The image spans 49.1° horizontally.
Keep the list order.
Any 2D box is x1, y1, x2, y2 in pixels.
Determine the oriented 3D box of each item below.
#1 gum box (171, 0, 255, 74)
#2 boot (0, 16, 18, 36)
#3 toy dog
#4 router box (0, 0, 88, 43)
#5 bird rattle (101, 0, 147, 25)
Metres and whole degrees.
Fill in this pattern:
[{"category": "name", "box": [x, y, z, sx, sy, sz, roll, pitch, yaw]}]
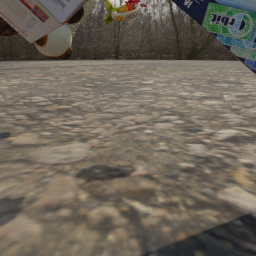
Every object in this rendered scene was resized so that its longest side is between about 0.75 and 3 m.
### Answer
[{"category": "gum box", "box": [2.266, -2.379, 4.054, 2.313, 2.722, 0.606, 42, 24, 2]}, {"category": "boot", "box": [-4.018, -3.602, 8.493, 0.775, 2.250, 2.414, 36, 30, 4]}, {"category": "toy dog", "box": [-1.856, -3.125, 8.063, 2.264, 2.335, 1.629, 23, -5, 31]}, {"category": "router box", "box": [-1.929, -2.390, 3.287, 2.917, 0.713, 2.618, 43, -8, -28]}, {"category": "bird rattle", "box": [-0.035, -2.534, 6.121, 1.045, 0.589, 0.852, -14, 41, -16]}]
